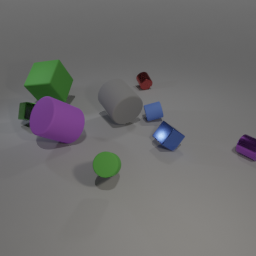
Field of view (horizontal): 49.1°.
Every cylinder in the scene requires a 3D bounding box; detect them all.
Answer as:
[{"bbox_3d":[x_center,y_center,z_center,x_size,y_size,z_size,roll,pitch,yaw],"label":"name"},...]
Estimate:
[{"bbox_3d":[-2.523,-0.258,10.033,1.400,1.400,1.400,29,4,40],"label":"cylinder"},{"bbox_3d":[-0.573,1.022,7.824,0.700,0.700,0.700,3,-7,6],"label":"cylinder"},{"bbox_3d":[4.207,0.664,9.612,0.700,0.700,0.700,-22,36,-34],"label":"cylinder"},{"bbox_3d":[-0.329,-1.102,11.528,1.400,1.400,1.400,-16,46,-26],"label":"cylinder"},{"bbox_3d":[1.086,-0.710,11.917,0.700,0.700,0.700,-15,30,3],"label":"cylinder"},{"bbox_3d":[0.882,-2.546,15.110,0.700,0.700,0.700,-10,52,-18],"label":"cylinder"}]

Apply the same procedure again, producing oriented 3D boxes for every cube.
[{"bbox_3d":[-4.033,-0.661,11.547,0.700,0.700,0.700,8,-4,-42],"label":"cube"},{"bbox_3d":[1.449,0.289,10.014,0.700,0.700,0.700,30,9,-38],"label":"cube"},{"bbox_3d":[-3.579,-2.079,12.809,1.400,1.400,1.400,-1,58,21],"label":"cube"}]
